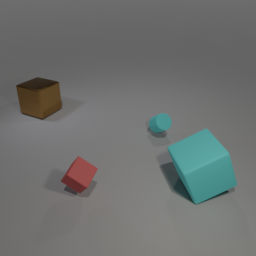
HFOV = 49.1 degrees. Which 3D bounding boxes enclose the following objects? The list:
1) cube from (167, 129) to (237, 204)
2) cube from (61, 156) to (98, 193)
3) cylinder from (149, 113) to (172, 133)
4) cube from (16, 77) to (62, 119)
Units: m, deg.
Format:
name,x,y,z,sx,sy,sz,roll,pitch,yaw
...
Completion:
name,x,y,z,sx,sy,sz,roll,pitch,yaw
cube,2.239,1.149,8.553,1.400,1.400,1.400,-26,33,2
cube,-1.444,1.394,8.304,0.700,0.700,0.700,35,53,-9
cylinder,1.309,-0.201,11.419,0.700,0.700,0.700,-14,-4,-22
cube,-4.176,-1.460,13.275,1.400,1.400,1.400,15,32,24
